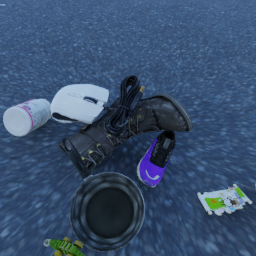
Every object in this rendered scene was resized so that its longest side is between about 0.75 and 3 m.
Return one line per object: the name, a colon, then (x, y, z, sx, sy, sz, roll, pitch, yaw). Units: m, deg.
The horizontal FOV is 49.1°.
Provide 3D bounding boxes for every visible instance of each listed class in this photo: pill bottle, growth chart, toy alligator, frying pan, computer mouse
pill bottle: (-2.540, -0.328, 7.298, 0.743, 0.743, 1.310, 8, 19, 10)
growth chart: (1.945, 1.447, 5.656, 1.037, 0.092, 0.751, -8, 23, -14)
toy alligator: (-1.106, 1.961, 4.639, 0.963, 0.231, 0.319, 0, 38, 32)
frying pan: (-0.700, 1.225, 4.995, 2.173, 0.354, 1.314, 30, 74, 22)
computer mouse: (-0.996, -0.588, 6.605, 2.826, 0.620, 1.550, 5, 61, 37)

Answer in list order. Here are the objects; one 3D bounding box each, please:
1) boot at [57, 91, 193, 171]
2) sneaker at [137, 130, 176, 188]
boot: (-0.177, 0.203, 6.325, 2.387, 0.949, 2.742, -41, 31, -23)
sneaker: (0.701, 0.559, 6.249, 0.553, 0.791, 1.591, 30, 41, -1)
